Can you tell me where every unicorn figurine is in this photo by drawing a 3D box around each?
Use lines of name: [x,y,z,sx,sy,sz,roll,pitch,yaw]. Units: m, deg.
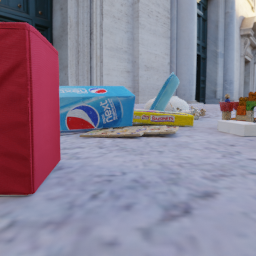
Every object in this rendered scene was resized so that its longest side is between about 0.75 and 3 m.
unicorn figurine: [2.294,-0.616,11.381,1.742,0.643,1.197,18,2,21]

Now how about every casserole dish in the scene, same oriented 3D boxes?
casserole dish: [1.315,-1.118,10.498,0.405,2.086,1.264,30,-6,-6]

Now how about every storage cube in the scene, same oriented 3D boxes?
storage cube: [-1.453,-0.187,2.804,1.326,1.394,1.551,0,7,-4]

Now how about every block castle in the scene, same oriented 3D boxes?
block castle: [3.705,-0.482,7.594,2.137,1.003,1.428,6,8,43]

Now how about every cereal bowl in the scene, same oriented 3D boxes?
cereal bowl: [1.978,-1.152,14.416,2.332,0.971,2.332,0,5,0]

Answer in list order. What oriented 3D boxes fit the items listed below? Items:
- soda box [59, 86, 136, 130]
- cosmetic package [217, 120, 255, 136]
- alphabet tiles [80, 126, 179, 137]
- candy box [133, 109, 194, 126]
soda box: [-1.243,-0.515,6.917,2.690,0.863,0.912,-4,26,-21]
cosmetic package: [2.568,-0.010,6.505,0.469,0.288,1.136,-2,6,-12]
alphabet tiles: [0.136,0.063,6.471,1.999,0.075,1.671,-2,5,14]
candy box: [0.449,-0.380,8.720,2.871,0.379,1.468,4,5,-3]
